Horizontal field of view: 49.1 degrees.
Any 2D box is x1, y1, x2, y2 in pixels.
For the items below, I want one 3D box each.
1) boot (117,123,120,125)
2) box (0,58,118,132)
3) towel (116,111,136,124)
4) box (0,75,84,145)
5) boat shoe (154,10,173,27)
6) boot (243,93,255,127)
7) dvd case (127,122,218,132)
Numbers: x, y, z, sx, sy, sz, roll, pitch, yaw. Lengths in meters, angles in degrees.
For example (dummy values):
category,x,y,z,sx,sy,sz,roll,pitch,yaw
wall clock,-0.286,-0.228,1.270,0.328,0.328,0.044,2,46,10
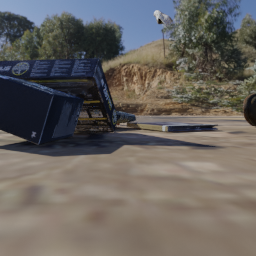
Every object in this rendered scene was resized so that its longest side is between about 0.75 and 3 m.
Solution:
category,x,y,z,sx,sy,sz,roll,pitch,yaw
boot,-0.677,-0.264,10.193,0.718,0.342,0.929,0,-8,-13
box,-1.476,-0.585,5.809,2.224,0.546,1.793,1,-32,12
towel,-1.357,-0.405,8.208,2.343,0.420,2.434,6,-6,-40
box,-1.437,-0.298,4.382,1.007,0.726,1.356,19,6,7
boat shoe,1.023,-3.427,8.804,0.329,0.322,0.929,36,10,-40
boot,4.696,-0.554,8.423,2.934,1.096,1.422,0,0,-41
dvd case,1.097,-0.048,7.464,1.527,0.164,2.054,-2,3,-27
